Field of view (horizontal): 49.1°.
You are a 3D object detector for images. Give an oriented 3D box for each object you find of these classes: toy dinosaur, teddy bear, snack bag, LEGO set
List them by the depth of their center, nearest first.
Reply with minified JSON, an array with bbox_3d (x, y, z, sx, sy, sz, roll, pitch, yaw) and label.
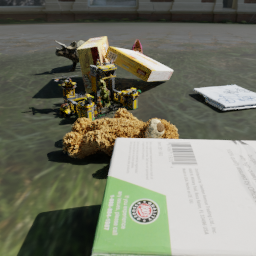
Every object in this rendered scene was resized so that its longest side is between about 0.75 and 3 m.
[{"bbox_3d":[-0.150,0.149,5.763,2.419,0.807,1.754,12,29,26],"label":"teddy bear"},{"bbox_3d":[-0.850,-1.208,8.064,2.353,1.363,1.809,-14,28,-28],"label":"LEGO set"},{"bbox_3d":[3.294,-1.013,9.058,1.852,0.210,1.964,-7,26,-17],"label":"snack bag"},{"bbox_3d":[-2.180,-3.485,13.068,1.080,1.435,2.807,9,27,19],"label":"toy dinosaur"}]

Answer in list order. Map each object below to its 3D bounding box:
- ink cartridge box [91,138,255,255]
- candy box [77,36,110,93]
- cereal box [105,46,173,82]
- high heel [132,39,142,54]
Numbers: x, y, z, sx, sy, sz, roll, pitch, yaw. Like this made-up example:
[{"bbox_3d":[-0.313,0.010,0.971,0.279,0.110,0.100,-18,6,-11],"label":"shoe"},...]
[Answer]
[{"bbox_3d":[1.174,1.065,3.193,2.856,1.204,2.086,2,24,4],"label":"ink cartridge box"},{"bbox_3d":[-1.134,-2.411,10.408,0.755,1.575,2.729,-6,24,6],"label":"candy box"},{"bbox_3d":[0.490,-2.321,10.248,1.790,0.492,2.489,32,22,16],"label":"cereal box"},{"bbox_3d":[0.506,-4.114,14.977,0.703,1.002,2.088,3,24,6],"label":"high heel"}]
